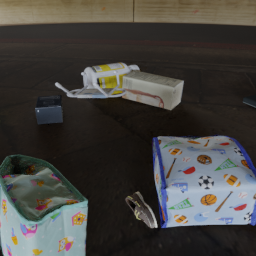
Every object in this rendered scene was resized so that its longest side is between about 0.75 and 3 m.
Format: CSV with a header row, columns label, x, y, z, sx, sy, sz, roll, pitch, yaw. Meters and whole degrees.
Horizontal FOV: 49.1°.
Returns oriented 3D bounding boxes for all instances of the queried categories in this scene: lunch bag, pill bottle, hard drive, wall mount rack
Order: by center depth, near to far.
label,x,y,z,sx,sy,sz,roll,pitch,yaw
lunch bag,-1.925,1.817,5.567,1.428,1.996,2.343,-14,29,-41
lunch bag,1.840,1.142,7.359,2.310,1.683,2.717,-2,33,0
wall mount rack,-1.579,-1.751,11.785,2.825,1.053,2.454,1,26,20
hard drive,6.730,-1.163,13.429,1.339,0.315,1.918,-12,29,-23
pill bottle,-0.796,-2.598,14.859,2.853,1.598,1.598,-14,30,-26

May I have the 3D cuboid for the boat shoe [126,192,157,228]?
label,x,y,z,sx,sy,sz,roll,pitch,yaw
boat shoe,0.320,2.042,6.902,0.379,0.458,1.275,-15,26,-16

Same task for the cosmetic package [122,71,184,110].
label,x,y,z,sx,sy,sz,roll,pitch,yaw
cosmetic package,1.189,-1.904,13.803,2.699,1.177,1.395,17,29,26

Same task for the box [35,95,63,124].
label,x,y,z,sx,sy,sz,roll,pitch,yaw
box,-3.411,-0.827,12.254,1.058,0.763,1.425,-5,27,-10
